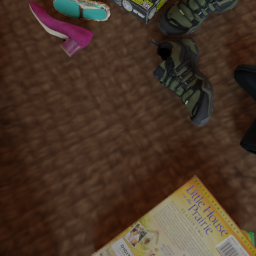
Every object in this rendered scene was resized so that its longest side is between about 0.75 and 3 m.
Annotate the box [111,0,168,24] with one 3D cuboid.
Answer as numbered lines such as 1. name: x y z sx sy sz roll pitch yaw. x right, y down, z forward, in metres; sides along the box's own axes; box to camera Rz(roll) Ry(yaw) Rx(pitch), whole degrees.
1. box: 0.233 -4.460 8.455 2.242 0.496 1.796 37 77 10

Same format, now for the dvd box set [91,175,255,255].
1. dvd box set: 0.990 2.775 6.034 2.971 0.437 2.174 -37 71 -4

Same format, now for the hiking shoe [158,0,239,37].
1. hiking shoe: 2.014 -3.577 7.717 2.748 1.383 1.040 -32 75 -9

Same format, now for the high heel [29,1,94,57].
1. high heel: -1.888 -2.992 7.917 0.944 0.662 1.965 -41 92 -1

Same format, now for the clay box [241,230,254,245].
1. clay box: 2.144 2.687 6.372 1.365 0.325 0.784 5 73 2

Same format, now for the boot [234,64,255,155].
1. boot: 3.263 -0.385 6.931 2.322 0.887 1.951 34 96 39

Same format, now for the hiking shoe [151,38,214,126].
1. hiking shoe: 1.284 -1.173 7.160 1.294 0.974 2.571 -4 63 -13

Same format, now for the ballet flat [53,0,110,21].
1. ballet flat: -1.320 -3.510 8.212 1.661 0.628 0.531 14 44 0
